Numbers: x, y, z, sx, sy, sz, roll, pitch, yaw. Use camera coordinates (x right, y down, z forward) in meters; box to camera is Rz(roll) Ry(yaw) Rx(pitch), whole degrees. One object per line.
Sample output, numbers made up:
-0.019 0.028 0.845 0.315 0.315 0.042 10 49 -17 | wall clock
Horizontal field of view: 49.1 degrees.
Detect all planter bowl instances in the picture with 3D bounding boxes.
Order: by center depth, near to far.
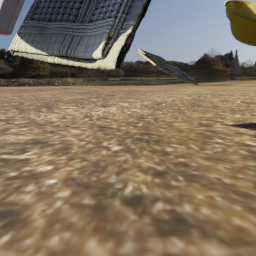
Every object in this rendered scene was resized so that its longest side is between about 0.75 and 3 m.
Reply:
2.991 -2.390 6.580 1.702 0.709 1.702 5 39 -4 | planter bowl

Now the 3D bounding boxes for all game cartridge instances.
-2.639 -2.677 4.629 2.707 1.803 0.562 33 17 21 | game cartridge

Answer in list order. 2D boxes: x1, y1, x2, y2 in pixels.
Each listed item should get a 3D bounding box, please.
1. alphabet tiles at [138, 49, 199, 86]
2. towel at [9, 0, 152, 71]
1.138 -1.690 7.815 1.569 0.060 1.886 44 26 28 | alphabet tiles
-0.821 -2.370 5.302 2.712 2.611 0.468 14 -18 27 | towel
